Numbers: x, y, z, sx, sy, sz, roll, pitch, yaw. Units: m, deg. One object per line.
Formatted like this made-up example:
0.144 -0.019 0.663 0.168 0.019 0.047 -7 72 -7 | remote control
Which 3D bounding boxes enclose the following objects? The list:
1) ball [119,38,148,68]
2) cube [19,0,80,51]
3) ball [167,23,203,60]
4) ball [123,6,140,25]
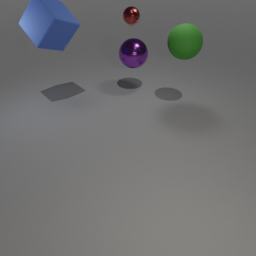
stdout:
0.260 -3.560 13.375 1.400 1.400 1.400 0 32 0 | ball
-3.019 -4.023 10.824 1.400 1.400 1.400 51 29 13 | cube
2.287 -3.448 11.226 1.400 1.400 1.400 0 32 0 | ball
0.138 -4.586 11.428 0.700 0.700 0.700 0 32 0 | ball
